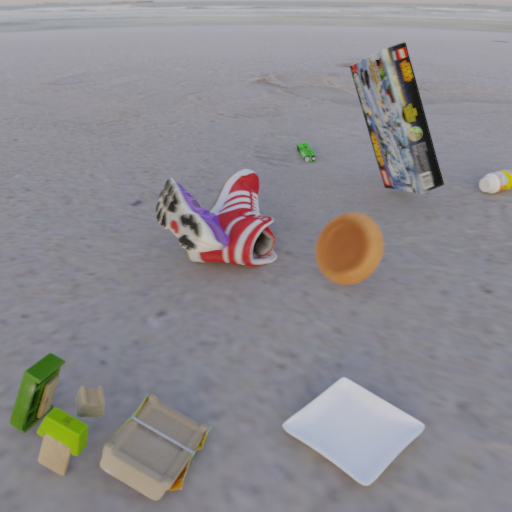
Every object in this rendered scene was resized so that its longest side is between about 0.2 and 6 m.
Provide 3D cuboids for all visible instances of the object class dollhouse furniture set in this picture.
[{"bbox_3d":[-1.887,2.234,6.947,2.376,0.917,1.187,27,27,8],"label":"dollhouse furniture set"}]

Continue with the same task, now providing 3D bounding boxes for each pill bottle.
[{"bbox_3d":[6.163,-1.890,14.298,0.944,0.516,0.516,-15,32,-25],"label":"pill bottle"}]

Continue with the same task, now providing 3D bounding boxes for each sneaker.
[{"bbox_3d":[-0.096,-0.783,11.572,1.637,1.037,2.911,9,43,21],"label":"sneaker"},{"bbox_3d":[-1.217,-0.692,10.489,0.863,0.834,2.069,7,33,-42],"label":"sneaker"}]

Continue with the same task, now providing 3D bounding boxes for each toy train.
[{"bbox_3d":[1.497,-3.109,16.811,0.370,0.274,1.312,-13,30,-2],"label":"toy train"}]

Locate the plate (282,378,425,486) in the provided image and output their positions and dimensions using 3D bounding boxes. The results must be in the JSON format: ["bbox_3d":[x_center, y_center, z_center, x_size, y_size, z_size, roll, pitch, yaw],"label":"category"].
[{"bbox_3d":[1.233,2.218,7.113,1.329,0.215,1.326,25,37,38],"label":"plate"}]

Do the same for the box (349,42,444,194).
[{"bbox_3d":[3.211,-3.098,13.000,0.639,3.205,2.194,-21,13,-5],"label":"box"}]

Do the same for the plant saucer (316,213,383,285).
[{"bbox_3d":[1.603,-0.147,9.955,1.308,1.308,0.245,26,6,38],"label":"plant saucer"}]
